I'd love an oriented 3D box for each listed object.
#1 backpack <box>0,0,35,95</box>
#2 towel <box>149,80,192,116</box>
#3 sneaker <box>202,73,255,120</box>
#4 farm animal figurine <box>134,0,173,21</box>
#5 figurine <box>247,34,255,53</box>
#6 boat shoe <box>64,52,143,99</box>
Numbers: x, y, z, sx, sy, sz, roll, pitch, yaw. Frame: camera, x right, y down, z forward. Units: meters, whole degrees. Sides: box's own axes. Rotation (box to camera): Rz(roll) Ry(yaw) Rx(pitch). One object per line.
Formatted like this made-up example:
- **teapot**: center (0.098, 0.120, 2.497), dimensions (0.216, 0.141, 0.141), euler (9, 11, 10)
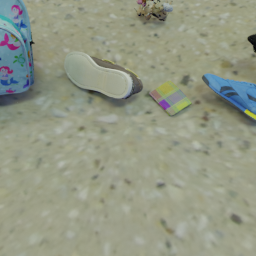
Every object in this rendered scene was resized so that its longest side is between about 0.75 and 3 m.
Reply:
- **backpack**: center (-3.650, -2.239, 6.926), dimensions (2.573, 2.898, 2.182), euler (-9, 41, -24)
- **towel**: center (1.189, -0.860, 7.933), dimensions (0.779, 0.123, 1.085), euler (-32, 60, -12)
- **sneaker**: center (2.954, -1.003, 7.458), dimensions (2.031, 0.796, 0.670), euler (39, 24, 18)
- **farm animal figurine**: center (0.847, -4.145, 9.894), dimensions (1.243, 1.257, 0.655), euler (19, 87, -9)
- **figurine**: center (4.881, -2.309, 7.888), dimensions (2.704, 1.193, 2.772), euler (34, 48, 11)
- **boat shoe**: center (-0.769, -1.531, 8.031), dimensions (2.666, 0.958, 0.794), euler (26, 23, 33)
